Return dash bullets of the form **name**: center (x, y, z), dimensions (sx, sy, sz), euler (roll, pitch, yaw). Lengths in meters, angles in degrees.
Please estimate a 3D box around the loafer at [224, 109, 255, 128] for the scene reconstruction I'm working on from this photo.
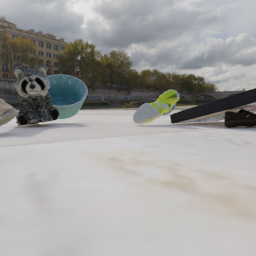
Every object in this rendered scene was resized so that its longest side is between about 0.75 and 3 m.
- **loafer**: center (3.008, -0.298, 7.107), dimensions (1.270, 0.453, 0.464), euler (-2, -19, -19)

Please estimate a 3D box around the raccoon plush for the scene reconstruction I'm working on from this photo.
- **raccoon plush**: center (-2.803, -0.871, 7.890), dimensions (1.098, 1.521, 2.270), euler (-13, 6, -36)

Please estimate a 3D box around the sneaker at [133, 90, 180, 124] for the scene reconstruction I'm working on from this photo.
- **sneaker**: center (0.887, -0.478, 8.423), dimensions (1.563, 0.592, 0.821), euler (-31, -27, -4)

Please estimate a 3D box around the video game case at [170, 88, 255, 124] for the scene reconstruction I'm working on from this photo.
- **video game case**: center (3.139, -0.586, 8.371), dimensions (2.544, 0.359, 2.815), euler (-4, -9, -40)

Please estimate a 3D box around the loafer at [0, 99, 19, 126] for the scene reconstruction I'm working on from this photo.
- **loafer**: center (-2.558, -0.222, 5.075), dimensions (0.541, 0.473, 1.504), euler (-39, 6, 11)

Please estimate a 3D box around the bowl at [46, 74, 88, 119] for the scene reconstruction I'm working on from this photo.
- **bowl**: center (-2.223, -0.934, 9.348), dimensions (1.716, 0.897, 1.716), euler (5, 43, -5)
